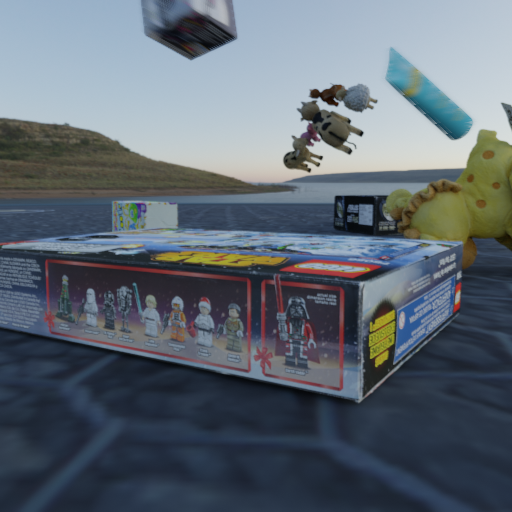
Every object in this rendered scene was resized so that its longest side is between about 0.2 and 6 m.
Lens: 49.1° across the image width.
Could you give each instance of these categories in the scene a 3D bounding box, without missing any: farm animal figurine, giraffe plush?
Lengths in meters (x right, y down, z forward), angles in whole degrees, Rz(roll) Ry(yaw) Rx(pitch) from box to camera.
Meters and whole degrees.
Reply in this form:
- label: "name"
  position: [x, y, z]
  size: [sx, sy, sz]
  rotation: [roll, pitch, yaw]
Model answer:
- label: "farm animal figurine"
  position: [1.230, -2.511, 10.963]
  size: [1.010, 1.937, 1.915]
  rotation: [15, 12, -31]
- label: "giraffe plush"
  position: [2.925, -0.526, 7.567]
  size: [1.921, 2.369, 2.044]
  rotation: [-30, 12, 6]

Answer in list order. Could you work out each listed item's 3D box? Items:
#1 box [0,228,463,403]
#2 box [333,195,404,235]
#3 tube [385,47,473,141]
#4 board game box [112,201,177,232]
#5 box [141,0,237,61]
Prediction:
- label: "box"
  position: [-0.324, 0.218, 4.774]
  size: [3.548, 0.708, 2.429]
  rotation: [4, 8, 32]
- label: "box"
  position: [3.433, -1.141, 15.114]
  size: [1.886, 0.992, 2.303]
  rotation: [-1, 7, -18]
- label: "tube"
  position: [2.804, -2.623, 9.261]
  size: [1.891, 0.732, 0.477]
  rotation: [30, -37, -25]
- label: "board game box"
  position: [-2.687, -0.867, 13.384]
  size: [0.877, 0.862, 1.673]
  rotation: [-6, 9, -40]
- label: "box"
  position: [-0.890, -3.432, 7.079]
  size: [0.830, 1.447, 0.956]
  rotation: [-14, -10, 31]
